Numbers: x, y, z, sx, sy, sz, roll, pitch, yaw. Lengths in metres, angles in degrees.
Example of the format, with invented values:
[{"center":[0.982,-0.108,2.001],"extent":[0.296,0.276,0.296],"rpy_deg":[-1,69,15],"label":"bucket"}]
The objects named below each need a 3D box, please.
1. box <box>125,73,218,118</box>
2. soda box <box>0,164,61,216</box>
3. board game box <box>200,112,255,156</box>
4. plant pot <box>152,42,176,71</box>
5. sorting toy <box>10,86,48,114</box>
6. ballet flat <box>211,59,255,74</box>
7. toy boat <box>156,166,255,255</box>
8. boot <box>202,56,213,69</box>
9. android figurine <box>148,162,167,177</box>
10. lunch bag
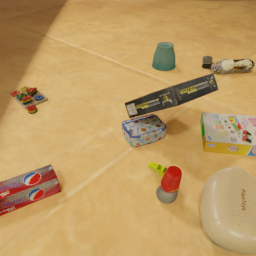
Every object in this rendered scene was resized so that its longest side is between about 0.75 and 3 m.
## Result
[{"center":[1.394,-1.055,9.464],"extent":[2.009,0.650,2.548],"rpy_deg":[-23,7,-34],"label":"box"},{"center":[-2.991,1.772,7.941],"extent":[1.994,0.632,0.698],"rpy_deg":[-19,41,-21],"label":"soda box"},{"center":[3.876,0.198,10.067],"extent":[2.353,0.475,1.801],"rpy_deg":[5,39,7],"label":"board game box"},{"center":[1.895,-3.772,14.547],"extent":[1.263,1.186,1.263],"rpy_deg":[0,38,0],"label":"plant pot"},{"center":[-4.289,-1.420,12.210],"extent":[1.089,0.382,2.259],"rpy_deg":[-28,46,-31],"label":"sorting toy"},{"center":[5.298,-3.170,14.005],"extent":[2.212,0.796,0.796],"rpy_deg":[-3,38,-6],"label":"ballet flat"},{"center":[2.190,1.922,7.426],"extent":[2.876,1.336,2.417],"rpy_deg":[19,46,11],"label":"toy boat"},{"center":[4.411,-3.480,14.887],"extent":[1.005,0.401,1.106],"rpy_deg":[14,34,14],"label":"boot"},{"center":[1.012,1.301,8.334],"extent":[1.056,0.962,0.217],"rpy_deg":[14,66,51],"label":"android figurine"},{"center":[0.529,0.032,10.218],"extent":[1.552,0.586,1.243],"rpy_deg":[-13,38,-17],"label":"lunch bag"}]
